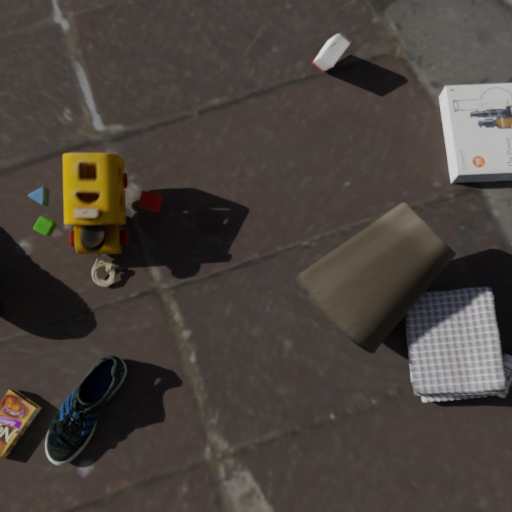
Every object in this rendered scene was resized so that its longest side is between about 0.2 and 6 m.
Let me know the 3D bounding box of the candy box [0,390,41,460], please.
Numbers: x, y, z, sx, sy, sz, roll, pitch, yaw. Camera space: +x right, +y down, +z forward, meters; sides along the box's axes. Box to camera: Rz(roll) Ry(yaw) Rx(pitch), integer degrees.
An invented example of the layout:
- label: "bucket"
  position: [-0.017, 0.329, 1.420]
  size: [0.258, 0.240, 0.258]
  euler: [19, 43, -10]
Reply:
- label: "candy box"
  position: [-4.385, 2.968, 9.874]
  size: [0.610, 0.295, 1.046]
  euler: [31, 79, 7]

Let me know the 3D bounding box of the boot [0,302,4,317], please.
- label: "boot"
  position: [-6.284, 0.696, 10.016]
  size: [2.490, 1.132, 2.963]
  euler: [-39, 71, -13]

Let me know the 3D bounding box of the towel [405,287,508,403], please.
- label: "towel"
  position: [3.450, 1.541, 9.795]
  size: [1.583, 0.818, 1.911]
  euler: [-7, 72, 14]

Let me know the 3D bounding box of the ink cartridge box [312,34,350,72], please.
- label: "ink cartridge box"
  position: [1.505, -4.096, 11.329]
  size: [0.335, 0.803, 0.583]
  euler: [36, 96, -12]

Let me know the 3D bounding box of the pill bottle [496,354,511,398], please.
- label: "pill bottle"
  position: [4.415, 2.139, 10.020]
  size: [0.397, 0.397, 0.716]
  euler: [32, 81, 8]

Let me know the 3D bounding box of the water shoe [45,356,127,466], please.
- label: "water shoe"
  position: [-3.052, 2.616, 9.692]
  size: [0.739, 0.816, 2.067]
  euler: [28, 77, 7]

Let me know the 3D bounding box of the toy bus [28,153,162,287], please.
- label: "toy bus"
  position: [-2.904, -0.806, 10.003]
  size: [2.181, 1.127, 2.058]
  euler: [43, 89, -4]

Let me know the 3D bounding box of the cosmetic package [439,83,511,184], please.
- label: "cosmetic package"
  position: [4.573, -2.466, 11.231]
  size: [1.483, 0.508, 1.967]
  euler: [-3, 75, 2]

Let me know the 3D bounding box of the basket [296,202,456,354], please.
- label: "basket"
  position: [2.142, 0.280, 9.525]
  size: [1.958, 1.477, 2.172]
  euler: [43, 105, -12]
